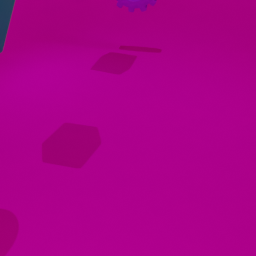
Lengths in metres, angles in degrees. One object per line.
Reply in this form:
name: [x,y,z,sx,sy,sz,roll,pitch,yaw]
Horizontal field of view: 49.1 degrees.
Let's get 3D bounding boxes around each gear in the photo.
gear: [0.165,-4.534,8.896,1.756,1.756,0.325,8,61,10]

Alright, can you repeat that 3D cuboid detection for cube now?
cube: [-1.883,-1.480,2.963,1.017,1.017,1.017,17,8,-9]
